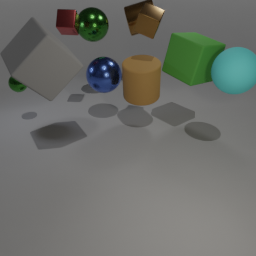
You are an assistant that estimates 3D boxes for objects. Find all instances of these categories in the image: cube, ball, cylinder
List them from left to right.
[{"bbox_3d":[-4.177,-1.712,10.652,0.700,0.700,0.700,0,29,0],"label":"ball"},{"bbox_3d":[-2.395,-1.891,7.793,1.400,1.400,1.400,-46,50,6],"label":"cube"},{"bbox_3d":[-2.248,-3.966,10.535,0.700,0.700,0.700,4,-5,4],"label":"cube"},{"bbox_3d":[-1.526,-4.431,12.030,1.400,1.400,1.400,0,29,0],"label":"ball"},{"bbox_3d":[-0.943,-2.081,10.989,1.400,1.400,1.400,0,29,0],"label":"ball"},{"bbox_3d":[0.649,-5.418,13.765,1.400,1.400,1.400,-15,28,7],"label":"cylinder"},{"bbox_3d":[0.499,-1.770,10.344,1.400,1.400,1.400,-1,39,1],"label":"cylinder"},{"bbox_3d":[0.690,-3.475,9.088,0.700,0.700,0.700,23,55,-1],"label":"cube"},{"bbox_3d":[2.299,-2.476,9.920,1.400,1.400,1.400,-17,43,-40],"label":"cube"},{"bbox_3d":[3.241,-1.720,8.468,1.400,1.400,1.400,0,29,0],"label":"ball"}]
